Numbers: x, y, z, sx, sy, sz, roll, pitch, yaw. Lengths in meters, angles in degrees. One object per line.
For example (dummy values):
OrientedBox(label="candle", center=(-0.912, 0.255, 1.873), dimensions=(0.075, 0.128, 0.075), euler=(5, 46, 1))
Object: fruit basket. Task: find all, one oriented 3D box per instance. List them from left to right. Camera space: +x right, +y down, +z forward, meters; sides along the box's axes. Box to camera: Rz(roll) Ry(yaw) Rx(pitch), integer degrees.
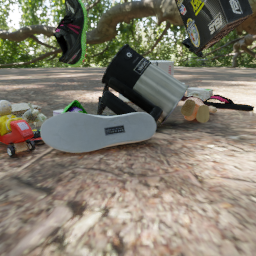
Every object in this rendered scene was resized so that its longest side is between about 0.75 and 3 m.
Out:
OrientedBox(label="fruit basket", center=(-1.476, -0.199, 8.002), dimensions=(1.181, 0.852, 1.181), euler=(-27, 29, 16))

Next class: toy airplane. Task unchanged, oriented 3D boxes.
OrientedBox(label="toy airplane", center=(-3.167, -0.097, 7.183), dimensions=(1.794, 1.272, 1.802), euler=(-2, 16, -4))

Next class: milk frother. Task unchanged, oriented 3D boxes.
OrientedBox(label="milk frother", center=(0.262, -1.037, 9.977), dimensions=(2.555, 2.452, 2.716), euler=(36, -14, 2))

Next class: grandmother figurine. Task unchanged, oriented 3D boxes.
OrientedBox(label="grandmother figurine", center=(2.645, -0.942, 11.297), dimensions=(1.776, 0.887, 2.929), euler=(32, 18, 6))

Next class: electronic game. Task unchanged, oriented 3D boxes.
OrientedBox(label="electronic game", center=(-2.685, 0.229, 7.946), dimensions=(1.151, 0.240, 1.151), euler=(0, 15, 0))

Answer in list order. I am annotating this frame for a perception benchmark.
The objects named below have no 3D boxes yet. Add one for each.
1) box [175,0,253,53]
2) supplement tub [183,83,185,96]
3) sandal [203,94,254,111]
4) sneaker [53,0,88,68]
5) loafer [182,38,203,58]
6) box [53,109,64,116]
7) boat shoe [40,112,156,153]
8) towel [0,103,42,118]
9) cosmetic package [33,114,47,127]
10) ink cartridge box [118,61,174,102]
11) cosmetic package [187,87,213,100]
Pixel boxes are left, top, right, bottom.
OrientedBox(label="box", center=(1.572, -2.741, 5.855), dimensions=(0.510, 1.847, 2.305), euler=(-21, 3, 1))
OrientedBox(label="supplement tub", center=(2.783, -2.000, 15.057), dimensions=(0.574, 0.818, 0.574), euler=(0, 15, 0))
OrientedBox(label="sandal", center=(4.296, -1.193, 12.544), dimensions=(2.546, 0.574, 0.956), euler=(8, 17, 28))
OrientedBox(label="sneaker", center=(-2.294, -3.885, 11.028), dimensions=(1.212, 2.893, 1.110), euler=(-1, -1, -30))
OrientedBox(label="loafer", center=(2.763, -3.406, 12.050), dimensions=(0.384, 1.095, 0.372), euler=(-38, -13, -12))
OrientedBox(label="box", center=(-1.490, -0.205, 9.080), dimensions=(2.467, 0.477, 0.511), euler=(12, 19, 37))
OrientedBox(label="boat shoe", center=(-0.735, 0.103, 7.332), dimensions=(2.959, 1.015, 0.838), euler=(-3, -4, -16))
OrientedBox(label="towel", center=(-4.618, -0.597, 10.779), dimensions=(1.473, 0.383, 2.223), euler=(12, 19, 42))
OrientedBox(label="cosmetic package", center=(-3.084, -0.280, 9.745), dimensions=(0.412, 0.278, 0.783), euler=(-8, 17, -26))
OrientedBox(label="ink cartridge box", center=(0.954, -2.449, 14.458), dimensions=(2.729, 1.980, 1.142), euler=(-8, 17, -27))
OrientedBox(label="cosmetic package", center=(3.865, -1.849, 15.066), dimensions=(1.249, 0.530, 0.672), euler=(11, 21, 31))
